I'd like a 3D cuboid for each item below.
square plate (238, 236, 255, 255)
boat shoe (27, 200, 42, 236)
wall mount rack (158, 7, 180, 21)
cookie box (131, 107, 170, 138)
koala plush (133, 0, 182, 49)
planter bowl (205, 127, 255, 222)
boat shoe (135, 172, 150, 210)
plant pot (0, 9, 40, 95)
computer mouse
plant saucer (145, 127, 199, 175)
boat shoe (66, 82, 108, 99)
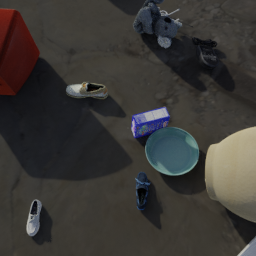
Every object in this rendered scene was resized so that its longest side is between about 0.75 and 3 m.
[{"bbox_3d":[3.857,4.496,7.761,2.230,0.320,2.251,-34,65,-19],"label":"square plate"},{"bbox_3d":[-2.932,2.777,8.737,0.388,0.369,1.078,6,60,4],"label":"boat shoe"},{"bbox_3d":[1.870,-5.338,13.438,1.121,0.481,1.291,8,61,2],"label":"wall mount rack"},{"bbox_3d":[0.789,-0.183,10.078,1.243,1.063,0.467,-15,65,-9],"label":"cookie box"},{"bbox_3d":[1.384,-4.695,12.620,1.991,1.830,1.765,29,72,-7],"label":"koala plush"},{"bbox_3d":[3.480,1.368,8.412,1.954,2.903,2.903,-3,55,31],"label":"planter bowl"},{"bbox_3d":[0.507,2.005,9.154,0.528,0.431,1.255,-3,60,-2],"label":"boat shoe"},{"bbox_3d":[-5.277,-2.739,10.811,2.682,2.684,2.365,3,69,2],"label":"plant pot"},{"bbox_3d":[3.395,-3.147,12.132,1.246,0.474,1.799,7,55,-13],"label":"computer mouse"},{"bbox_3d":[1.538,0.846,9.892,1.871,0.336,1.871,0,60,1],"label":"plant saucer"},{"bbox_3d":[-1.655,-1.563,11.160,1.687,0.577,0.630,2,60,1],"label":"boat shoe"}]
